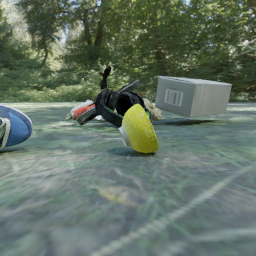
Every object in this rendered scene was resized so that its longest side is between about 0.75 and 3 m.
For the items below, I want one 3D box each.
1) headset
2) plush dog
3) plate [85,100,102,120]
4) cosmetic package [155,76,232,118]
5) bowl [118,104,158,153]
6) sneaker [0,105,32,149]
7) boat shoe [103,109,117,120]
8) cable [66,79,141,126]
[{"bbox_3d":[-0.238,-0.836,8.001,1.535,1.168,2.486,4,29,-33],"label":"headset"},{"bbox_3d":[0.342,-0.490,9.077,1.263,1.014,1.085,-3,32,30],"label":"plush dog"},{"bbox_3d":[-1.362,-0.683,11.034,0.951,0.154,0.949,27,34,4],"label":"plate"},{"bbox_3d":[2.402,-1.139,10.050,1.518,1.282,2.842,18,20,37],"label":"cosmetic package"},{"bbox_3d":[0.113,0.073,4.517,0.447,0.831,0.831,-24,10,-7],"label":"bowl"},{"bbox_3d":[-2.134,0.148,3.854,1.964,0.791,1.438,10,15,-39],"label":"sneaker"},{"bbox_3d":[-0.749,-0.529,10.457,0.570,0.543,1.584,14,9,10],"label":"boat shoe"},{"bbox_3d":[-0.797,-0.855,8.605,2.550,0.642,1.239,-35,7,6],"label":"cable"}]
